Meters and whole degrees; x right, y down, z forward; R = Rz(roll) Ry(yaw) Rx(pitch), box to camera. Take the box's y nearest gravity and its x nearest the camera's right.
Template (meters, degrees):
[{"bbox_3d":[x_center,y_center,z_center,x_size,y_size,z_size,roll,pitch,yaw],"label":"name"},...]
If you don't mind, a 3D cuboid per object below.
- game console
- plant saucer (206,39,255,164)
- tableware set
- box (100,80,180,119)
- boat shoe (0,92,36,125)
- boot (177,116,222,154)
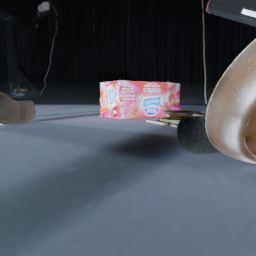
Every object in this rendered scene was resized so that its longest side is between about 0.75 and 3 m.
[{"bbox_3d":[2.939,-2.869,5.575,2.162,1.912,0.336,29,3,27],"label":"game console"},{"bbox_3d":[1.675,-0.229,2.635,1.867,1.867,0.299,-2,44,-15],"label":"plant saucer"},{"bbox_3d":[1.973,-0.385,7.990,1.952,0.592,2.952,-2,6,-21],"label":"tableware set"},{"bbox_3d":[0.491,-1.098,10.962,2.928,1.398,1.460,-4,7,-34],"label":"box"},{"bbox_3d":[-3.710,-0.546,8.308,0.768,0.918,2.569,1,0,11],"label":"boat shoe"},{"bbox_3d":[1.412,0.098,3.704,1.009,0.508,1.350,-2,4,-32],"label":"boot"}]
